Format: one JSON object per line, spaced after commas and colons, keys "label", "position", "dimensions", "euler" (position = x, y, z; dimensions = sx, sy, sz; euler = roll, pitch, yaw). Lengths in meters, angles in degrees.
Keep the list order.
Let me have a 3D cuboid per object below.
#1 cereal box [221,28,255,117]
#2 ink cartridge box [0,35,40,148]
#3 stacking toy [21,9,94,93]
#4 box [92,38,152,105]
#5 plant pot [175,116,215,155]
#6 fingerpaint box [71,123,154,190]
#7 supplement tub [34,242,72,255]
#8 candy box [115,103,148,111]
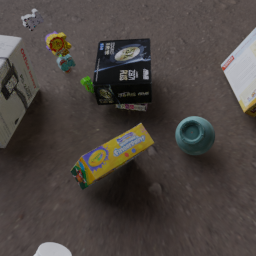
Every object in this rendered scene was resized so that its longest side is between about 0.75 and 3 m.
{"label": "cereal box", "position": [4.208, -1.923, 9.139], "dimensions": [0.527, 1.917, 2.664], "euler": [20, 42, -23]}
{"label": "ink cartridge box", "position": [-3.947, -1.163, 8.469], "dimensions": [1.183, 2.060, 2.836], "euler": [7, 50, 8]}
{"label": "stacking toy", "position": [-2.242, -2.401, 9.230], "dimensions": [0.632, 2.691, 2.029], "euler": [-40, 57, -8]}
{"label": "box", "position": [-0.120, -1.898, 9.310], "dimensions": [1.812, 0.953, 2.213], "euler": [-1, 53, 5]}
{"label": "plant pot", "position": [1.835, 0.170, 7.845], "dimensions": [1.126, 0.755, 1.126], "euler": [-4, 78, 20]}
{"label": "fingerpaint box", "position": [-0.422, 0.755, 7.102], "dimensions": [1.777, 1.483, 0.652], "euler": [-29, 82, -29]}
{"label": "supplement tub", "position": [-1.623, 2.952, 5.530], "dimensions": [0.778, 0.778, 1.109], "euler": [22, 94, 18]}
{"label": "candy box", "position": [0.146, -0.967, 9.415], "dimensions": [1.055, 0.322, 0.720], "euler": [6, 51, 11]}
